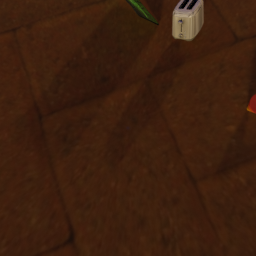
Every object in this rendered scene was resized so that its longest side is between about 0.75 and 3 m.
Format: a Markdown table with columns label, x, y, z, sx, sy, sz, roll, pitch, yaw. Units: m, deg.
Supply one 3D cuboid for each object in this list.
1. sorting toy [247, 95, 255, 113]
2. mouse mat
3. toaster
| label | x | y | z | sx | sy | sz | roll | pitch | yaw |
| --- | --- | --- | --- | --- | --- | --- | --- | --- | --- |
| sorting toy | 4.404 | -0.857 | 8.613 | 1.882 | 0.648 | 0.653 | -19 | 85 | -12 |
| mouse mat | 0.116 | -4.361 | 9.413 | 0.081 | 1.741 | 2.164 | -43 | 77 | 27 |
| toaster | 1.985 | -3.607 | 9.098 | 0.833 | 0.947 | 1.466 | 20 | 58 | 25 |
